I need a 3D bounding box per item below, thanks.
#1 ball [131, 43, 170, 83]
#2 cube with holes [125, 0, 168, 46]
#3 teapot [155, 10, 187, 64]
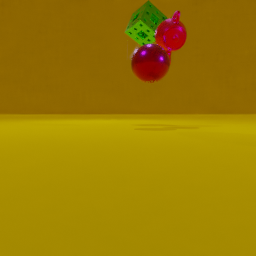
[{"bbox_3d":[0.605,-1.738,7.569,1.047,1.047,1.047,0,3,0],"label":"ball"},{"bbox_3d":[0.709,-4.018,10.935,1.041,1.041,1.041,31,-25,-27],"label":"cube with holes"},{"bbox_3d":[1.360,-2.766,8.655,1.017,1.635,0.801,3,27,-13],"label":"teapot"}]
